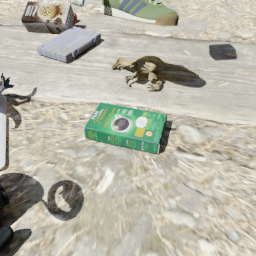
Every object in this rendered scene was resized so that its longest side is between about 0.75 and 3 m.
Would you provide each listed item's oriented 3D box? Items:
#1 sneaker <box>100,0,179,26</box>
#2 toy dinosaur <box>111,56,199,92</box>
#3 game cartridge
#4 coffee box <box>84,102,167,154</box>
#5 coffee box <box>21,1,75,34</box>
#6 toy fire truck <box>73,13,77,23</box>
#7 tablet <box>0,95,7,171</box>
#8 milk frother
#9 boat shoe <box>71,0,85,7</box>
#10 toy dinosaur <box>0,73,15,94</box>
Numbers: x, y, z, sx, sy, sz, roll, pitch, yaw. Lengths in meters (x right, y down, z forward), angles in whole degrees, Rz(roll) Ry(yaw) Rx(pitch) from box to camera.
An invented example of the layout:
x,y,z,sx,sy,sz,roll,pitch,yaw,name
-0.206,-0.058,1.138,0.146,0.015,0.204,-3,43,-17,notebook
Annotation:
x,y,z,sx,sy,sz,roll,pitch,yaw,name
0.251,-3.163,6.849,2.187,0.982,0.733,21,32,24,sneaker
0.793,-1.940,8.976,3.000,0.873,1.517,9,42,11,toy dinosaur
-2.197,-3.240,10.790,1.448,0.429,2.234,24,47,19,game cartridge
-0.033,-0.040,7.179,1.914,0.421,1.177,11,43,11,coffee box
-3.330,-4.619,11.755,1.896,0.757,1.072,6,69,7,coffee box
-3.276,-4.981,12.683,1.663,0.405,1.173,21,46,21,toy fire truck
-4.123,0.158,7.135,1.929,0.202,2.965,-12,43,-13,tablet
-2.987,1.342,4.395,1.908,2.114,1.988,27,49,24,milk frother
-1.063,-3.183,6.294,0.285,0.331,0.920,11,79,-4,boat shoe
-4.666,-1.206,7.803,2.549,1.475,2.808,-19,45,15,toy dinosaur
